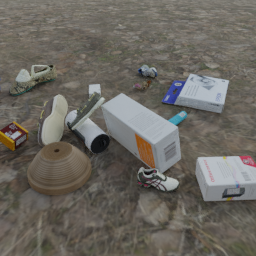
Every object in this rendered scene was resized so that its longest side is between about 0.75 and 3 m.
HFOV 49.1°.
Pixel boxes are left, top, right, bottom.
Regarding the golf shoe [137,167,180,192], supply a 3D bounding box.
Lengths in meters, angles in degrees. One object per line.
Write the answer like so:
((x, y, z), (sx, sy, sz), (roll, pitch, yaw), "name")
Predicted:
((0.935, 1.587, 8.624), (1.329, 0.585, 0.513), (7, 33, 9), "golf shoe")

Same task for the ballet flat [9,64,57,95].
((-4.988, -2.715, 14.666), (0.985, 1.094, 2.905), (27, 42, 29), "ballet flat")

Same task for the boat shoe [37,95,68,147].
((-3.090, -0.240, 11.076), (0.795, 0.960, 2.673), (-19, 43, 21), "boat shoe")

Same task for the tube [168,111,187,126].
((1.959, -0.293, 11.744), (1.315, 0.331, 0.509), (-31, 35, -32), "tube")

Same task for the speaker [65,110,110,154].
((-1.554, 0.117, 10.599), (0.851, 0.851, 2.097), (-22, 40, -29), "speaker")

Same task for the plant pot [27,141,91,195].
((-2.236, 1.091, 9.038), (2.055, 0.949, 2.055), (0, 32, 0), "plant pot")

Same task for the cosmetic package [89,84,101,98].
((-1.640, -1.777, 13.871), (0.573, 0.412, 1.015), (-6, 35, -6), "cosmetic package")

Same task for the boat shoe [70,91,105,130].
((-1.534, -0.607, 9.989), (0.477, 1.595, 0.570), (45, 5, 0), "boat shoe")

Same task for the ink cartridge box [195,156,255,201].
((3.075, 1.517, 8.557), (1.741, 0.745, 1.285), (-3, 33, 0), "ink cartridge box")

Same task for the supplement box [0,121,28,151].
((-4.198, 0.286, 10.269), (0.740, 0.498, 0.750), (33, 46, 11), "supplement box")

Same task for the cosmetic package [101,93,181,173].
((0.400, 0.117, 9.843), (1.066, 1.517, 2.991), (-33, 43, -21), "cosmetic package")

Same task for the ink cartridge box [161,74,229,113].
((3.380, -1.843, 13.820), (2.850, 0.579, 2.845), (12, 35, 17), "ink cartridge box")

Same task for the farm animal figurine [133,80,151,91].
((0.702, -2.149, 14.463), (0.946, 0.475, 0.764), (-16, 17, -17), "farm animal figurine")

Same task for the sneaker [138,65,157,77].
((1.099, -3.126, 15.916), (0.632, 0.572, 1.484), (-28, 34, -21), "sneaker")
